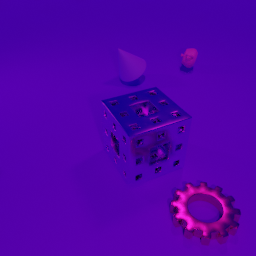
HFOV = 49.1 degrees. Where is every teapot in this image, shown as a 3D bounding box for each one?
[{"bbox_3d":[2.084,-2.444,9.710,0.527,0.669,1.077,20,9,3],"label":"teapot"}]

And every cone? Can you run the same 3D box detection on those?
[{"bbox_3d":[-0.070,-2.130,8.724,0.979,0.983,0.979,-16,53,22],"label":"cone"}]

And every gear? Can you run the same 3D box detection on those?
[{"bbox_3d":[1.392,1.514,5.106,1.215,0.225,1.215,0,37,0],"label":"gear"}]

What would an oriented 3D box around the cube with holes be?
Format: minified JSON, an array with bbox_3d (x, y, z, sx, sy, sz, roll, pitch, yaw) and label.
[{"bbox_3d":[0.327,0.146,5.977,1.349,1.349,1.349,-17,40,-21],"label":"cube with holes"}]
